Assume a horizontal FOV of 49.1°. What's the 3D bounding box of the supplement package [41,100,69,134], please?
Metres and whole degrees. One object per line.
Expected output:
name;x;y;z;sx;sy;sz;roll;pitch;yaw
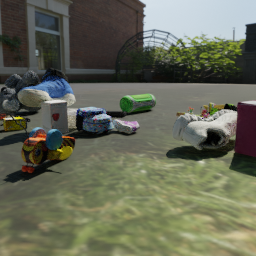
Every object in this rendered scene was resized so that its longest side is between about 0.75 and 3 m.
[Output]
supplement package;-2.644;-0.391;10.119;0.706;1.164;0.697;-12;17;-41

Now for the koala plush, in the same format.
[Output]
koala plush;-5.801;-1.475;14.559;2.143;2.221;2.417;-3;29;36

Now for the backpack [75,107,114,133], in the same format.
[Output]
backpack;-1.172;-0.265;10.295;1.176;0.867;1.289;-9;16;-40

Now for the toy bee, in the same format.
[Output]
toy bee;-2.115;0.515;6.632;2.049;1.114;1.341;22;-15;-41

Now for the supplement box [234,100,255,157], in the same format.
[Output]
supplement box;4.090;-0.067;7.907;2.176;1.424;1.123;-10;16;-37

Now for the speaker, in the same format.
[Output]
speaker;0.576;-1.397;15.570;0.977;0.977;2.209;11;16;42

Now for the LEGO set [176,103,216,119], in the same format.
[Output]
LEGO set;3.122;-0.689;12.253;1.090;0.882;2.369;-5;13;-22

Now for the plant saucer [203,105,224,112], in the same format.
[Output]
plant saucer;4.996;-1.021;15.262;1.348;0.327;1.349;-4;12;-13

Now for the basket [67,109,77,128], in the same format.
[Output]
basket;-2.317;-0.382;11.233;1.133;0.699;0.768;1;12;12

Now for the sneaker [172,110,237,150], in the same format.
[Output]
sneaker;2.712;0.128;8.480;2.818;1.059;1.142;-9;29;-31

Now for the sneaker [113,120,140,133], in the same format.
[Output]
sneaker;-0.035;-0.096;10.517;0.622;0.395;1.091;-23;35;-39

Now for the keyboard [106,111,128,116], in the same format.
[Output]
keyboard;-1.120;-0.732;14.099;2.036;0.261;1.222;2;5;12

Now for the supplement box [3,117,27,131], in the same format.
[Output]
supplement box;-4.377;-0.171;10.862;0.792;0.434;0.431;-7;13;-33

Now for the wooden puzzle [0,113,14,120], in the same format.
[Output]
wooden puzzle;-5.950;-0.375;11.139;2.777;0.195;1.647;-3;-5;-37

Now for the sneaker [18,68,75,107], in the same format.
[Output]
sneaker;-3.148;-1.599;10.620;0.973;1.410;2.535;-25;-12;34

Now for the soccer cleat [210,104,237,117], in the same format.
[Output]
soccer cleat;4.239;-0.480;11.026;2.386;0.967;0.806;-5;13;-24
